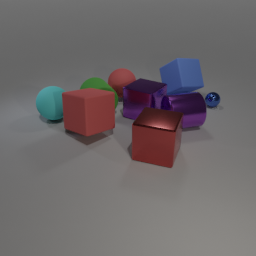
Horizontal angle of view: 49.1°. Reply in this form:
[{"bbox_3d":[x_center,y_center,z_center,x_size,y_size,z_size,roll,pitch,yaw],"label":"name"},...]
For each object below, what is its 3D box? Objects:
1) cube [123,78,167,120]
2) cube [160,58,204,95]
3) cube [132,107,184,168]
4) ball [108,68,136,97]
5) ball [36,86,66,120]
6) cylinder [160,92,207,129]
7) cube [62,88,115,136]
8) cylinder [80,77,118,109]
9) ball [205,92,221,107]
[{"bbox_3d":[0.728,-1.189,12.089,1.400,1.400,1.400,18,33,29],"label":"cube"},{"bbox_3d":[2.579,-2.448,13.535,1.400,1.400,1.400,-6,-6,-32],"label":"cube"},{"bbox_3d":[1.005,0.273,9.434,1.400,1.400,1.400,10,30,18],"label":"cube"},{"bbox_3d":[-0.289,-2.193,13.630,1.400,1.400,1.400,0,29,0],"label":"ball"},{"bbox_3d":[-3.114,-1.040,11.689,1.400,1.400,1.400,0,29,0],"label":"ball"},{"bbox_3d":[2.173,-0.679,11.153,1.400,1.400,1.400,-7,30,-12],"label":"cylinder"},{"bbox_3d":[-1.453,-0.645,10.435,1.400,1.400,1.400,16,24,41],"label":"cube"},{"bbox_3d":[-1.315,-1.379,12.417,1.400,1.400,1.400,-11,30,-20],"label":"cylinder"},{"bbox_3d":[3.940,-1.325,13.035,0.700,0.700,0.700,0,29,0],"label":"ball"}]
